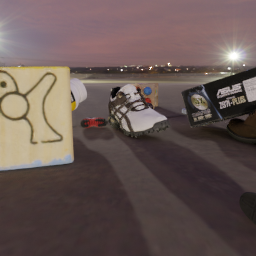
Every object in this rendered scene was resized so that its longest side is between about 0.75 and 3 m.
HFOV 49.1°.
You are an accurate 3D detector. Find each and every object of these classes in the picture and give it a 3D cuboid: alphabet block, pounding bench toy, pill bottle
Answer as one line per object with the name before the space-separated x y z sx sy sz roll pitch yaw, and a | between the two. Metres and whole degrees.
alphabet block | -2.070 -0.310 5.638 1.767 1.809 1.776 -4 12 -19
pounding bench toy | 0.455 -1.624 13.933 1.922 1.194 1.499 3 12 14
pill bottle | -2.351 -0.901 9.214 1.092 1.092 1.942 12 37 46

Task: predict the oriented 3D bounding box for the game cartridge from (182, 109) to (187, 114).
game cartridge | 2.778 -0.670 11.675 0.742 0.228 1.115 -1 10 -23

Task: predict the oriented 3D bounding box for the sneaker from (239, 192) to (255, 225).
sneaker | 1.780 0.982 3.153 0.539 0.354 0.937 2 15 -44

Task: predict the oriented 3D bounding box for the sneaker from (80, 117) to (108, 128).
sneaker | -1.090 -0.190 8.929 0.880 0.311 0.430 -4 12 -16

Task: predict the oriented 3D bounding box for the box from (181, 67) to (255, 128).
box | 2.935 -0.811 7.748 2.386 1.027 1.954 -16 -6 25

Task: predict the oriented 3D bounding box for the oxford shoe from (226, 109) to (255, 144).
oxford shoe | 3.200 -0.082 6.707 0.843 0.980 2.321 -7 10 -15

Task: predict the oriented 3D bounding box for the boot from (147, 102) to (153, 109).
boot | -0.004 -0.706 11.550 1.573 0.572 1.671 17 26 33

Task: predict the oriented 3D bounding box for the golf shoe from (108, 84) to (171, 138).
golf shoe | 0.123 -0.561 8.060 1.098 1.334 2.825 -15 17 -29
